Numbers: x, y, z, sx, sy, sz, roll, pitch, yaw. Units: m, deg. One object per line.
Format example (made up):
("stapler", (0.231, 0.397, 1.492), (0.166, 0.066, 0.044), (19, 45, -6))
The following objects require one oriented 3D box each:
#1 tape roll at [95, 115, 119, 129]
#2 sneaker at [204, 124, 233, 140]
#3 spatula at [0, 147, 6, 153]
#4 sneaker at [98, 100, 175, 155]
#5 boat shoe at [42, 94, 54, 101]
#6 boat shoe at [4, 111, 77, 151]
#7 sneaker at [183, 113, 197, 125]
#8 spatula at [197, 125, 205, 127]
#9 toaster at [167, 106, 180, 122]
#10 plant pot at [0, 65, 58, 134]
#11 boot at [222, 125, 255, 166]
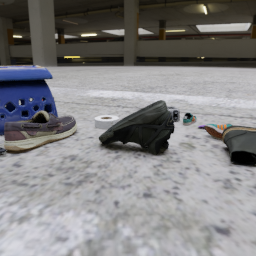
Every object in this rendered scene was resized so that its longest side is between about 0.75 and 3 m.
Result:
("tape roll", (-0.823, -0.234, 10.849), (0.943, 0.330, 0.943), (0, 15, 0))
("sneaker", (3.157, 0.085, 9.256), (0.507, 0.453, 1.268), (-38, 39, -24))
("spatula", (-4.346, 0.500, 8.427), (2.344, 0.241, 0.662), (12, 20, 36))
("sneaker", (0.288, 0.278, 8.262), (2.486, 1.424, 0.950), (-23, 11, 28))
("boat shoe", (-4.230, -1.343, 14.289), (0.669, 0.588, 1.880), (3, 17, 5))
("boat shoe", (-2.726, -0.085, 9.148), (1.068, 0.962, 2.969), (9, 18, 29))
("sneaker", (2.521, -0.427, 11.322), (0.391, 0.438, 1.096), (9, 18, 28))
("spatula", (3.305, 0.011, 10.290), (1.485, 0.153, 0.420), (14, 16, 34))
("toaster", (1.642, -0.581, 11.702), (0.810, 0.531, 0.895), (-4, 16, -19))
("plant pot", (-4.137, -1.221, 10.791), (2.527, 2.272, 2.527), (-6, 17, -24))
("boot", (3.787, 0.544, 7.551), (2.266, 0.878, 1.567), (-5, 21, 16))
